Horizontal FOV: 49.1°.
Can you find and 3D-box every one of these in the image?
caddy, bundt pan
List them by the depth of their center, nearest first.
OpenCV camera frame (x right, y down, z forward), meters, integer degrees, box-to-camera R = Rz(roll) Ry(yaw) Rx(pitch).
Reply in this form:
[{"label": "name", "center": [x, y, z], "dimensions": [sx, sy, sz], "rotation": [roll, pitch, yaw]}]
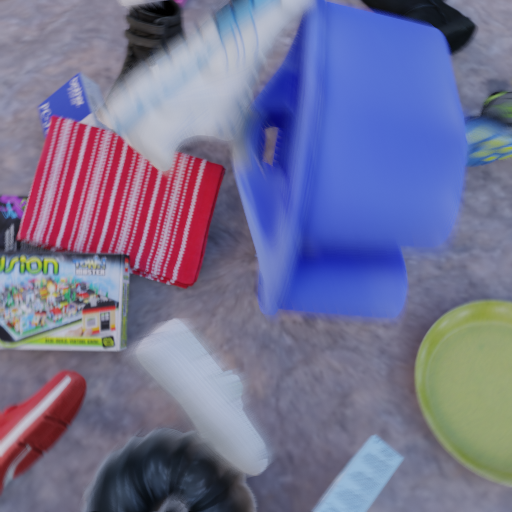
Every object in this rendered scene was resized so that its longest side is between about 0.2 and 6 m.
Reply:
[{"label": "bundt pan", "center": [-0.985, 2.946, 6.150], "dimensions": [1.912, 0.718, 1.912], "rotation": [11, 48, -13]}, {"label": "caddy", "center": [0.861, -1.273, 7.198], "dimensions": [2.333, 3.143, 4.445], "rotation": [10, 51, -4]}]

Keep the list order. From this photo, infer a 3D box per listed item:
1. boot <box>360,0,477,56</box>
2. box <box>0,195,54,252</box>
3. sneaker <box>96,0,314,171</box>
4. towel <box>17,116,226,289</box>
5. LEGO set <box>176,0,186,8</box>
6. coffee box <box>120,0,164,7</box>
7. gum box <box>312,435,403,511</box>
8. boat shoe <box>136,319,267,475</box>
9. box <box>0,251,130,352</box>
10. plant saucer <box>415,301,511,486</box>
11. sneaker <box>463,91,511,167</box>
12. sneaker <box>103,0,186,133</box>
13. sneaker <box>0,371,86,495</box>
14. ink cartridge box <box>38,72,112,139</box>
[{"label": "boot", "center": [2.560, -4.395, 10.276], "dimensions": [2.548, 0.943, 2.088], "rotation": [-25, 66, -21]}, {"label": "box", "center": [-3.059, -0.338, 8.184], "dimensions": [1.485, 0.268, 1.061], "rotation": [2, 90, -1]}, {"label": "sneaker", "center": [-0.362, -2.162, 6.722], "dimensions": [2.997, 1.298, 1.123], "rotation": [-35, 24, 11]}, {"label": "towel", "center": [-1.882, -0.749, 7.953], "dimensions": [2.613, 0.294, 1.890], "rotation": [16, 88, -4]}, {"label": "LEGO set", "center": [-0.564, -6.778, 11.191], "dimensions": [1.507, 1.621, 3.950], "rotation": [13, 62, 6]}, {"label": "coffee box", "center": [-0.892, -3.556, 6.244], "dimensions": [1.161, 1.172, 1.174], "rotation": [6, 28, 38]}, {"label": "gum box", "center": [0.753, 2.859, 5.956], "dimensions": [0.399, 1.521, 1.790], "rotation": [38, 68, 19]}, {"label": "boat shoe", "center": [-0.444, 1.528, 6.227], "dimensions": [1.966, 0.723, 0.656], "rotation": [52, 53, -10]}, {"label": "box", "center": [-2.957, 0.595, 7.557], "dimensions": [2.393, 0.415, 1.317], "rotation": [1, 85, 1]}, {"label": "plant saucer", "center": [3.218, 1.735, 7.234], "dimensions": [2.392, 0.372, 2.392], "rotation": [0, 62, 0]}, {"label": "sneaker", "center": [3.640, -1.990, 8.579], "dimensions": [2.430, 0.862, 1.007], "rotation": [-16, 81, -37]}, {"label": "sneaker", "center": [-1.990, -3.176, 9.331], "dimensions": [1.009, 1.416, 2.854], "rotation": [18, 65, 8]}, {"label": "sneaker", "center": [-3.375, 2.095, 6.706], "dimensions": [1.459, 0.989, 2.525], "rotation": [35, 66, 16]}, {"label": "ink cartridge box", "center": [-2.788, -1.805, 8.885], "dimensions": [1.003, 0.472, 2.135], "rotation": [-32, 61, 17]}]
